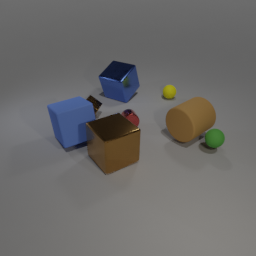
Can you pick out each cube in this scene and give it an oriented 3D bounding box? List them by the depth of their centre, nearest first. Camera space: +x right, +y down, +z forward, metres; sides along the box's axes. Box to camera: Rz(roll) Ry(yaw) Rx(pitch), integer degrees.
[{"bbox_3d":[-0.530,0.510,9.845,1.400,1.400,1.400,-19,38,-29],"label":"cube"},{"bbox_3d":[-2.129,-0.274,10.813,1.400,1.400,1.400,-19,25,-23],"label":"cube"},{"bbox_3d":[-1.705,-0.927,12.688,0.700,0.700,0.700,36,32,-8],"label":"cube"},{"bbox_3d":[-0.418,-2.374,14.282,1.400,1.400,1.400,18,56,28],"label":"cube"}]

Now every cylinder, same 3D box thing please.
[{"bbox_3d":[2.420,-0.344,10.830,1.400,1.400,1.400,-26,40,-34],"label":"cylinder"},{"bbox_3d":[0.081,-0.375,11.934,0.700,0.700,0.700,-6,23,-9],"label":"cylinder"}]

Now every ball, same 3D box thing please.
[{"bbox_3d":[3.144,0.370,10.156,0.700,0.700,0.700,0,31,0],"label":"ball"},{"bbox_3d":[2.138,-1.871,14.442,0.700,0.700,0.700,0,31,0],"label":"ball"}]
